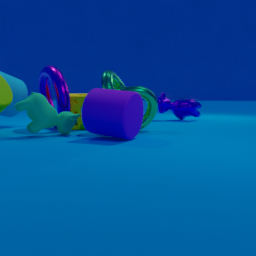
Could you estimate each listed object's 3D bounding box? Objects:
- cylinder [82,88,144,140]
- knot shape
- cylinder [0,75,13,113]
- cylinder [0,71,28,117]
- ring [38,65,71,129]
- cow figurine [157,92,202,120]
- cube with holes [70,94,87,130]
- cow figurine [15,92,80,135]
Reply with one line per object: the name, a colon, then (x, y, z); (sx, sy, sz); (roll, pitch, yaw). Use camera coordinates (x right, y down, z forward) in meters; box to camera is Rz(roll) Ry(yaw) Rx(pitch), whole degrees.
cylinder: (-0.319, -0.326, 6.253); (1.043, 1.043, 1.043); (9, 9, 25)
knot shape: (-0.200, -0.742, 7.491); (1.889, 1.768, 0.873); (-18, -10, -32)
cylinder: (-3.778, -0.713, 6.860); (1.300, 1.300, 1.300); (-35, -5, 18)
cylinder: (-4.113, -1.109, 8.803); (1.315, 1.315, 1.315); (3, -9, 28)
ring: (-2.167, -0.884, 8.178); (0.372, 1.862, 1.862); (-14, 13, -32)
cow figurine: (2.025, -0.883, 11.447); (1.617, 0.888, 1.591); (-3, -18, 43)
cube with holes: (-1.377, -0.529, 8.520); (0.960, 0.960, 0.960); (-3, 12, -23)
cow figurine: (-1.900, -0.348, 6.809); (1.267, 1.288, 0.707); (-31, 16, -22)
